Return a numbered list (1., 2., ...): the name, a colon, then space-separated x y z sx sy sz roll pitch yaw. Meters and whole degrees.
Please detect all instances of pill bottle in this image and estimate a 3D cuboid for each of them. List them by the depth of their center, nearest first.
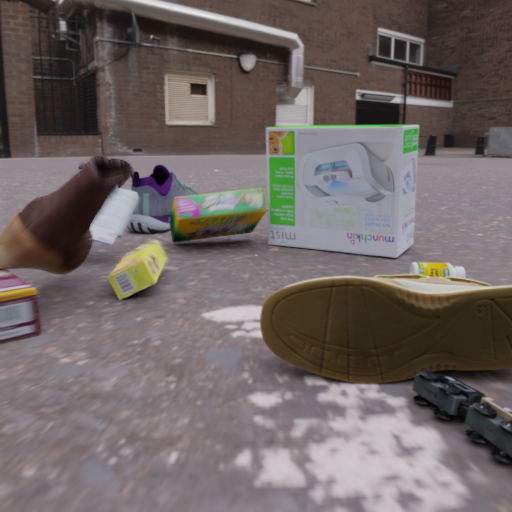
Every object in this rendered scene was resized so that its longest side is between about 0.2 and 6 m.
1. pill bottle: 2.605 0.302 8.071 0.718 0.405 0.405 2 13 3

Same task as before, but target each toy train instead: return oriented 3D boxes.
1. toy train: 1.830 1.283 4.009 0.436 0.325 1.903 8 8 -22

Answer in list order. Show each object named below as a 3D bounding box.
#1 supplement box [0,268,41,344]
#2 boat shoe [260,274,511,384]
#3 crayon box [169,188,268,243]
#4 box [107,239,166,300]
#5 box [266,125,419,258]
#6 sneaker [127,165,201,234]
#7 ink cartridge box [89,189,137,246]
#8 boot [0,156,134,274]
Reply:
1. supplement box: -3.093 0.570 6.523 0.717 0.556 1.299 -11 17 -37
2. boat shoe: 1.402 0.675 5.485 2.719 1.006 0.903 3 1 2
3. crayon box: -0.774 -0.772 10.924 1.697 0.495 1.464 -8 -12 -15
4. box: -1.723 0.167 8.279 0.589 0.392 1.565 -25 13 4
5. box: 1.632 -1.321 10.796 2.661 2.348 1.286 8 16 28
6. sneaker: -1.891 -1.509 13.619 1.255 1.476 3.372 5 14 20
7. ink cartridge box: -2.872 -0.733 9.831 1.253 0.255 1.255 14 54 4
8. boot: -2.312 -0.552 7.601 1.863 0.810 2.240 -38 0 11
